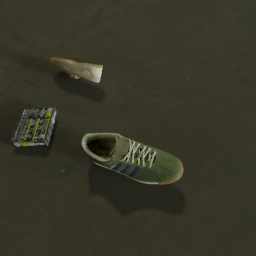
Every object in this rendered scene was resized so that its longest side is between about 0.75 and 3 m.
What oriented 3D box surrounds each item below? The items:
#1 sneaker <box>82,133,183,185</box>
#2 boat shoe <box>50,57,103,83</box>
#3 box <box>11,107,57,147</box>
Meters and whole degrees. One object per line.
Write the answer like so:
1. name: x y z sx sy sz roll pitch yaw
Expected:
1. sneaker: -0.005 0.678 6.702 2.537 1.139 0.851 11 68 22
2. boat shoe: -1.773 -1.962 9.334 1.992 0.647 0.719 16 18 21
3. box: -2.678 -0.043 8.064 1.004 0.278 1.254 -2 51 6
